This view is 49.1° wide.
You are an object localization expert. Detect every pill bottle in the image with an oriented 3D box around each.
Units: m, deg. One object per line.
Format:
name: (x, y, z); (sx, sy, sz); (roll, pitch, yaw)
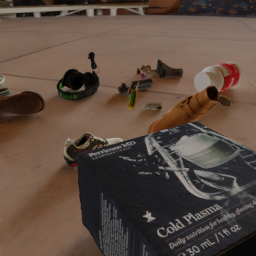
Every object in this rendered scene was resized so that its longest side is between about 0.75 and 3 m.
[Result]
pill bottle: (3.945, -2.195, 12.338); (2.099, 1.178, 1.178); (-20, 33, -33)

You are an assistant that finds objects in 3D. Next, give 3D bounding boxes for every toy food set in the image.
toy food set: (0.093, -0.855, 7.532); (0.253, 0.456, 0.776); (11, 71, -6)

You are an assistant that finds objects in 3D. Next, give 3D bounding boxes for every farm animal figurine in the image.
farm animal figurine: (0.959, -2.962, 14.486); (0.954, 0.594, 1.181); (-9, 29, -18)

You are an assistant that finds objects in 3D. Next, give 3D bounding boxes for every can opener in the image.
can opener: (0.311, -1.786, 12.481); (1.833, 0.482, 0.609); (-17, 67, -27)

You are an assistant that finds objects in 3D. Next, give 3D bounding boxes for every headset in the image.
headset: (-2.036, -2.273, 12.377); (1.703, 1.295, 2.757); (10, 40, 17)

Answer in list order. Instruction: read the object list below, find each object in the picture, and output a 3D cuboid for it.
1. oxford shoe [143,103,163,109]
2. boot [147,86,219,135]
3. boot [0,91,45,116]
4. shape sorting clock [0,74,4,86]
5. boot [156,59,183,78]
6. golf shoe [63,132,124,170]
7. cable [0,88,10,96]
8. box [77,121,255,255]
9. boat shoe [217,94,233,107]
oxford shoe: (0.971, -0.814, 10.690); (0.777, 0.292, 0.224); (-3, 61, -2)
boot: (1.540, -0.282, 7.712); (1.813, 0.863, 2.343); (-34, 15, 39)
boot: (-4.450, -0.414, 9.189); (2.514, 0.866, 2.697); (-3, 21, 24)
shape sorting clock: (-7.121, -2.141, 12.977); (2.609, 0.512, 2.609); (0, 27, 0)
boot: (2.195, -3.078, 14.836); (1.212, 0.642, 1.841); (0, 38, -6)
golf shoe: (-0.840, 0.499, 7.539); (1.814, 0.799, 0.700); (-16, 30, -31)
cable: (-5.669, -1.223, 10.814); (1.416, 0.733, 2.915); (1, 25, 31)
box: (0.980, 1.372, 4.673); (2.795, 1.732, 2.748); (-14, 28, -27)
boat shoe: (3.850, -1.145, 11.205); (0.381, 0.382, 1.060); (-12, 23, -19)
